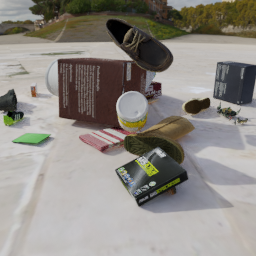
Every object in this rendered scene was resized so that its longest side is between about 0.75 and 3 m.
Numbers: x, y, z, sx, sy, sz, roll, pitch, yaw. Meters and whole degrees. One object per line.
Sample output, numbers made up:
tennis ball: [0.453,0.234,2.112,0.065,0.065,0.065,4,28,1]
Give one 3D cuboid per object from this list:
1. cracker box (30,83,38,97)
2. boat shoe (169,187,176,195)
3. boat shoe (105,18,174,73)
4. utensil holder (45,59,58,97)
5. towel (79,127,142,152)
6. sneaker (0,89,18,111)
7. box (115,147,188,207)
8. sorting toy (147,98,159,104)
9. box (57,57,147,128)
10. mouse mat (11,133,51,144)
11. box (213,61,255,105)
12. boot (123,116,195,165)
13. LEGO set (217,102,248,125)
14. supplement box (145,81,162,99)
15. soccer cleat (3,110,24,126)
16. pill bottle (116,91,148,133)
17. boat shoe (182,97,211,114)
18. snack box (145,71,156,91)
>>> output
cracker box: [-5.065,-2.066,15.114,0.252,0.586,0.875,-4,21,-10]
boat shoe: [0.952,1.333,6.948,0.333,0.341,0.903,-19,27,2]
boat shoe: [0.228,-2.847,9.568,2.965,1.104,1.087,39,14,30]
utensil holder: [-2.610,-2.344,13.904,2.337,1.986,1.986,16,27,35]
towel: [-0.510,0.308,9.653,1.950,0.222,1.405,-14,24,-36]
sneaker: [-5.692,-1.315,13.074,0.928,0.776,2.044,-13,22,-13]
box: [0.530,1.131,6.882,1.361,0.335,1.410,-28,28,-10]
sorting toy: [1.015,-1.378,14.008,0.845,0.154,0.782,11,24,38]
box: [-0.984,-1.543,11.141,2.832,2.350,2.326,10,17,21]
mouse mat: [-3.313,0.343,9.643,1.091,0.041,0.878,1,19,19]
box: [5.267,-2.257,13.859,0.974,1.872,1.704,-12,25,-30]
boot: [1.410,0.250,8.969,2.204,0.832,2.516,18,27,39]
LEGO set: [4.224,-0.523,11.637,1.068,0.466,1.644,0,34,4]
supplement box: [0.587,-2.112,14.858,1.264,0.707,2.323,-16,23,-29]
soccer cleat: [-4.581,-0.511,11.283,0.427,0.512,1.264,3,22,9]
pill bottle: [0.138,-0.377,8.156,0.868,0.868,1.538,1,-18,2]
boat shoe: [2.939,-1.016,12.462,1.842,0.664,0.598,-18,17,-39]
snack box: [-0.055,-2.162,13.472,2.109,0.846,2.501,0,41,31]
